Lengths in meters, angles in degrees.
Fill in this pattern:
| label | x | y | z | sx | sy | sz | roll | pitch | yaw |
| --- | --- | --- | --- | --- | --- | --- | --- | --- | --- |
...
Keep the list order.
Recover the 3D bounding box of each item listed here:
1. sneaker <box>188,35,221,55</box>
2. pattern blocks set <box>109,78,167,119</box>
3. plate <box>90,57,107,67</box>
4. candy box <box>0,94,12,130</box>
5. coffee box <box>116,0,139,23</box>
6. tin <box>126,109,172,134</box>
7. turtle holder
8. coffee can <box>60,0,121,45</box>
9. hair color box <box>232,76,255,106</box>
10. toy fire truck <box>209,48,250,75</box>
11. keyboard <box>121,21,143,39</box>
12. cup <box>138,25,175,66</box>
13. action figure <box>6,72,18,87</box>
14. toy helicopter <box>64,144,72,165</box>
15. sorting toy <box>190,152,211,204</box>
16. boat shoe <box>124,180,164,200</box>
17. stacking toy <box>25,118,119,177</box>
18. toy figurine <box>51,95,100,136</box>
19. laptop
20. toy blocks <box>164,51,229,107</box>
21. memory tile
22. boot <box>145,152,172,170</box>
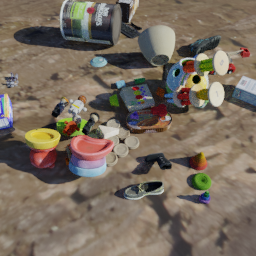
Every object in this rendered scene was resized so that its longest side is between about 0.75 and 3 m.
| label | x | y | z | sx | sy | sz | roll | pitch | yaw |
| --- | --- | --- | --- | --- | --- | --- | --- | --- | --- |
| sneaker | 4.014 | -4.437 | 14.576 | 1.988 | 0.750 | 0.788 | -29 | 53 | -23 |
| pattern blocks set | 0.417 | -1.307 | 12.060 | 2.423 | 0.223 | 2.756 | -5 | 43 | 0 |
| plate | -1.470 | -3.360 | 14.068 | 0.852 | 0.109 | 0.852 | -1 | 49 | 1 |
| candy box | -5.627 | -0.550 | 11.301 | 1.696 | 0.653 | 1.434 | -13 | 49 | -12 |
| coffee box | -0.012 | -7.440 | 16.813 | 0.858 | 1.231 | 2.153 | 13 | 50 | 10 |
| tin | 0.839 | -0.279 | 11.276 | 1.860 | 0.390 | 1.042 | -3 | 53 | -3 |
| turtle holder | 2.510 | -1.843 | 11.758 | 1.757 | 1.642 | 2.312 | 6 | 50 | 4 |
| coffee can | -1.886 | -5.493 | 14.625 | 2.755 | 2.016 | 2.016 | 8 | 50 | 8 |
| hair color box | 5.666 | -1.462 | 12.129 | 1.928 | 0.584 | 0.954 | 28 | 55 | 21 |
| toy fire truck | 4.733 | -3.133 | 13.169 | 1.667 | 1.175 | 0.406 | -4 | 49 | -4 |
| keyboard | 0.085 | -5.738 | 16.058 | 1.160 | 0.188 | 1.826 | -33 | 58 | -25 |
| cup | 1.443 | -3.797 | 13.510 | 1.839 | 1.839 | 1.315 | -4 | 67 | -3 |
| action figure | -5.326 | -2.190 | 12.958 | 0.550 | 0.293 | 0.845 | -1 | 53 | -8 |
| toy helicopter | -2.046 | 0.830 | 9.846 | 0.424 | 1.075 | 0.711 | -10 | 68 | -8 |
| sorting toy | 2.535 | 1.560 | 9.504 | 0.664 | 0.660 | 1.915 | 2 | 49 | 1 |
| boat shoe | 0.527 | 2.016 | 9.269 | 1.363 | 0.407 | 0.487 | -9 | 50 | -7 |
| stacking toy | -1.866 | 0.748 | 10.163 | 2.957 | 1.249 | 2.676 | 14 | 23 | 16 |
| toy figurine | -1.799 | -0.464 | 9.687 | 1.334 | 1.314 | 0.928 | -6 | 38 | 34 |
| laptop | 2.533 | -2.916 | 13.244 | 1.521 | 0.786 | 1.348 | 6 | 49 | 5 |
| toy blocks | 2.459 | -1.785 | 10.669 | 0.877 | 2.013 | 2.416 | 12 | -5 | -37 |
| memory tile | -0.826 | 0.662 | 10.580 | 2.238 | 0.188 | 1.715 | -34 | 57 | -26 |
| boot | 1.045 | 1.206 | 9.783 | 0.750 | 0.299 | 0.910 | -17 | 27 | -6 |
